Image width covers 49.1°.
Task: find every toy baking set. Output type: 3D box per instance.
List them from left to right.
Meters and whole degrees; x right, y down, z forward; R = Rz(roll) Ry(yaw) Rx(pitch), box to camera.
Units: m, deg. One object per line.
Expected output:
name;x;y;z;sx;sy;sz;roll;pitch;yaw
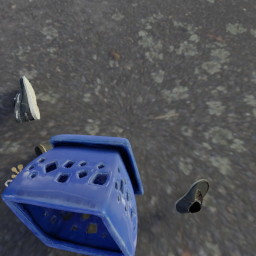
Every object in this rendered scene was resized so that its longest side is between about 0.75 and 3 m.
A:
toy baking set;-2.913;1.436;7.643;0.713;0.108;0.929;21;71;-9

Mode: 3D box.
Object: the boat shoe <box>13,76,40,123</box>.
boat shoe;-3.322;-0.949;8.870;0.705;0.749;2.085;-23;47;-4

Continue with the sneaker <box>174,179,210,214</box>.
sneaker;1.764;1.741;6.983;1.193;0.634;0.446;-38;98;-24

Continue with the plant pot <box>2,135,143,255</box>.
plant pot;-0.915;1.437;6.379;2.307;2.307;2.074;3;46;20

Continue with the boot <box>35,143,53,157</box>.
boot;-2.031;0.912;8.033;0.808;0.452;1.168;-23;85;-49
